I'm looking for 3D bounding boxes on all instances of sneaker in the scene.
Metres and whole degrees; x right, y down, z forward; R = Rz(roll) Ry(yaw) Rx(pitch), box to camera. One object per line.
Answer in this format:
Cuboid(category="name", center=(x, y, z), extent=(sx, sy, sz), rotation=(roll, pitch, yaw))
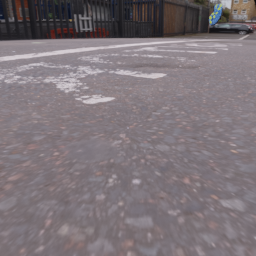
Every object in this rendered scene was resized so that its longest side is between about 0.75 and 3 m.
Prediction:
Cuboid(category="sneaker", center=(3.314, -4.141, 10.391), extent=(0.396, 0.463, 1.116), rotation=(5, 53, 32))

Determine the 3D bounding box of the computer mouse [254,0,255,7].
Cuboid(category="computer mouse", center=(2.541, -2.682, 5.661), extent=(0.322, 0.982, 1.399), rotation=(-17, -7, 25))
